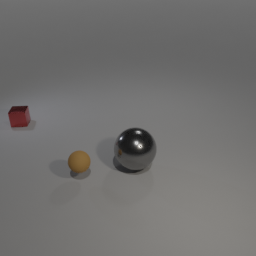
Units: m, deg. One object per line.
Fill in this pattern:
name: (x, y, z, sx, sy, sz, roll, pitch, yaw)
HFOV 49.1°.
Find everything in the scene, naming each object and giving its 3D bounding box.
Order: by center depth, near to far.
ball: (-1.516, 1.050, 8.716, 0.700, 0.700, 0.700, 0, 29, 0)
ball: (0.238, 0.680, 9.185, 1.400, 1.400, 1.400, 0, 29, 0)
cube: (-4.708, -0.506, 12.167, 0.700, 0.700, 0.700, -3, 29, -5)
